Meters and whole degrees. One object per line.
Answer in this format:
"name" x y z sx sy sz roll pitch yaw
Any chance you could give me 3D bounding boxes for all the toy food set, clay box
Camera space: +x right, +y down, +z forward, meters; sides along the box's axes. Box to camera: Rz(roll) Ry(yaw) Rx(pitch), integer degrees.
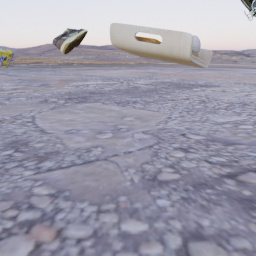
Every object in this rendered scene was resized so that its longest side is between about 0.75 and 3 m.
"toy food set" 0.631 -1.384 4.570 1.250 0.526 1.742 17 12 23
"clay box" -3.777 -2.038 8.168 0.219 0.527 0.918 37 17 4

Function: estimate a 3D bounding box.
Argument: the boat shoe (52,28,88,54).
"boat shoe" -2.224 -3.589 11.010 0.715 0.808 2.206 35 31 -8

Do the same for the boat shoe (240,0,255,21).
"boat shoe" 3.148 -2.986 6.808 0.542 1.753 0.656 -24 -14 -2
